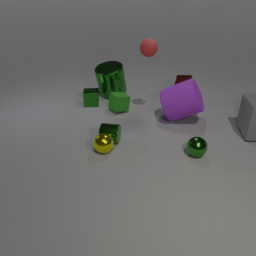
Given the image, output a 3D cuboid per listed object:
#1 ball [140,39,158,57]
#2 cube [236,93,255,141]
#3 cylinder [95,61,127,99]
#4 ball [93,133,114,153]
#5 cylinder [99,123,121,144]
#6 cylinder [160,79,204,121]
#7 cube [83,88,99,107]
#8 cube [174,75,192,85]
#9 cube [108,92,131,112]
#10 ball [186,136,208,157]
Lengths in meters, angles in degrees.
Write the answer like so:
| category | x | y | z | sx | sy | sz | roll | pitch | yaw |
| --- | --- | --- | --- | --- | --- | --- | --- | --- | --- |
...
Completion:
| category | x | y | z | sx | sy | sz | roll | pitch | yaw |
| --- | --- | --- | --- | --- | --- | --- | --- | --- | --- |
| ball | 0.820 | -3.149 | 11.014 | 0.700 | 0.700 | 0.700 | 0 | 29 | 0 |
| cube | 5.097 | -0.412 | 10.602 | 1.400 | 1.400 | 1.400 | 3 | 28 | 3 |
| cylinder | -0.842 | -2.402 | 13.948 | 1.400 | 1.400 | 1.400 | -6 | 39 | 5 |
| ball | -0.849 | 0.523 | 9.692 | 0.700 | 0.700 | 0.700 | 0 | 29 | 0 |
| cylinder | -0.654 | 0.192 | 10.295 | 0.700 | 0.700 | 0.700 | 5 | 30 | 10 |
| cylinder | 2.219 | -1.133 | 11.486 | 1.400 | 1.400 | 1.400 | -18 | 21 | 25 |
| cube | -1.734 | -1.441 | 13.230 | 0.700 | 0.700 | 0.700 | -2 | 29 | -4 |
| cube | 2.565 | -1.948 | 12.862 | 0.700 | 0.700 | 0.700 | 5 | 53 | 21 |
| cube | -0.393 | -1.173 | 12.537 | 0.700 | 0.700 | 0.700 | -6 | 27 | -34 |
| ball | 2.338 | 0.636 | 9.496 | 0.700 | 0.700 | 0.700 | 0 | 29 | 0 |
